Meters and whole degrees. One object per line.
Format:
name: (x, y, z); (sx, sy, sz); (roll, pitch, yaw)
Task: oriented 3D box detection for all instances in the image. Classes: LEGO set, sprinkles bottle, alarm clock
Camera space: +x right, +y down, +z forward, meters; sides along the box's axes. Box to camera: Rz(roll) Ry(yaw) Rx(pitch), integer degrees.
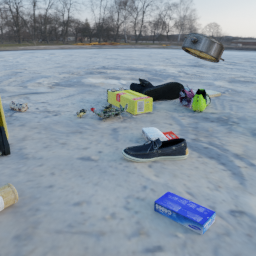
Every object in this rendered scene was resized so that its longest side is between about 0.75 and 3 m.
LEGO set: (-1.124, -0.633, 12.751); (2.388, 0.677, 1.551); (-3, 14, 31)
sprinkles bottle: (-3.233, 1.768, 6.158); (0.529, 0.529, 1.551); (15, 24, 34)
alarm clock: (2.690, -3.037, 10.287); (1.498, 0.739, 2.221); (28, 14, 34)

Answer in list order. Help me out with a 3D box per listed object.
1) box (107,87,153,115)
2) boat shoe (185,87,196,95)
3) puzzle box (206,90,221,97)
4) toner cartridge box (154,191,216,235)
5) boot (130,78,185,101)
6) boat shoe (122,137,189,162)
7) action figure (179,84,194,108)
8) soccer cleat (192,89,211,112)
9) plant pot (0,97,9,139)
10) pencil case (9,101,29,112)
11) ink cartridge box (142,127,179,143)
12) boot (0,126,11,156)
box: (0.004, -1.441, 14.410); (1.111, 0.739, 2.951); (-11, 23, -27)
boat shoe: (3.555, -2.072, 16.482); (0.492, 0.482, 1.383); (-10, 26, -37)
puzzle box: (4.733, -2.034, 16.809); (1.433, 0.182, 0.954); (-12, 24, -28)
toner cartridge box: (1.248, 1.864, 6.264); (1.237, 0.267, 0.588); (17, 27, 39)
boot: (1.640, -2.354, 16.409); (2.700, 1.031, 2.268); (-12, 27, -14)
boat shoe: (0.879, 0.648, 8.967); (2.155, 0.671, 0.804); (-2, 22, -3)
action figure: (3.275, -1.698, 14.847); (1.078, 0.969, 1.447); (29, 25, 29)
soccer cleat: (3.818, -1.589, 14.419); (0.847, 1.017, 2.509); (7, 22, 19)
plant pot: (-6.334, -0.569, 9.553); (2.781, 2.700, 2.718); (6, 20, 30)
pencil case: (-5.432, -1.089, 13.906); (1.064, 0.414, 0.476); (12, 57, 29)
ink cartridge box: (1.258, 0.238, 10.576); (1.256, 0.297, 1.005); (-6, 21, -13)
boot: (-4.710, 0.508, 9.244); (1.345, 0.607, 1.642); (-8, 33, -29)
